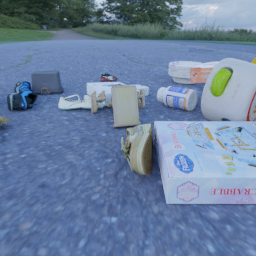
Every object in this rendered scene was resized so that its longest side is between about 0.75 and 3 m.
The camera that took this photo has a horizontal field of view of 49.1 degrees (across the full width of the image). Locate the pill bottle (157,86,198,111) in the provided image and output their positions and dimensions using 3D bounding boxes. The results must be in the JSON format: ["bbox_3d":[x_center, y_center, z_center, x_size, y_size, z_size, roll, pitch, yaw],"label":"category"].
[{"bbox_3d":[1.855,-1.170,10.740,1.427,0.800,0.800,18,27,38],"label":"pill bottle"}]

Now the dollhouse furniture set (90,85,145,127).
[{"bbox_3d":[-0.264,-0.684,9.612,1.778,1.260,1.936,-5,1,-14],"label":"dollhouse furniture set"}]

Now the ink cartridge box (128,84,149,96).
[{"bbox_3d":[0.455,-1.718,12.726,0.630,0.369,0.872,-15,27,-34],"label":"ink cartridge box"}]

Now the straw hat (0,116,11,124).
[{"bbox_3d":[-4.133,-0.161,8.583,1.024,0.433,1.024,16,-12,3],"label":"straw hat"}]

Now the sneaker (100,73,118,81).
[{"bbox_3d":[-1.050,-2.811,15.402,0.958,0.468,0.339,0,19,-5],"label":"sneaker"}]

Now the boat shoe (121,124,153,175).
[{"bbox_3d":[0.209,0.467,6.644,0.747,0.873,2.383,-2,11,7],"label":"boat shoe"}]

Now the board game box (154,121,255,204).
[{"bbox_3d":[2.184,0.611,6.419,2.976,0.614,2.983,0,21,1],"label":"board game box"}]

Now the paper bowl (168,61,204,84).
[{"bbox_3d":[3.145,-2.956,14.998,1.948,1.013,1.948,0,21,0],"label":"paper bowl"}]

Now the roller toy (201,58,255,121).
[{"bbox_3d":[3.344,-1.003,8.489,1.528,1.995,2.187,26,46,34],"label":"roller toy"}]

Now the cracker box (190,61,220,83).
[{"bbox_3d":[3.446,-2.227,10.935,1.395,0.601,2.083,3,20,33],"label":"cracker box"}]

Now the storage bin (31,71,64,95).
[{"bbox_3d":[-3.757,-2.082,12.826,1.474,0.990,1.073,-3,21,-4],"label":"storage bin"}]

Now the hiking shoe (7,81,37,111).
[{"bbox_3d":[-4.061,-1.238,11.144,0.947,0.813,2.185,5,30,-8],"label":"hiking shoe"}]

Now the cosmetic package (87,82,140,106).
[{"bbox_3d":[-0.637,-1.483,11.772,1.607,0.551,2.131,-9,23,-26],"label":"cosmetic package"}]

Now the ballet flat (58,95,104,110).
[{"bbox_3d":[-1.764,-0.975,10.552,1.702,0.591,0.591,-2,21,-6],"label":"ballet flat"}]
